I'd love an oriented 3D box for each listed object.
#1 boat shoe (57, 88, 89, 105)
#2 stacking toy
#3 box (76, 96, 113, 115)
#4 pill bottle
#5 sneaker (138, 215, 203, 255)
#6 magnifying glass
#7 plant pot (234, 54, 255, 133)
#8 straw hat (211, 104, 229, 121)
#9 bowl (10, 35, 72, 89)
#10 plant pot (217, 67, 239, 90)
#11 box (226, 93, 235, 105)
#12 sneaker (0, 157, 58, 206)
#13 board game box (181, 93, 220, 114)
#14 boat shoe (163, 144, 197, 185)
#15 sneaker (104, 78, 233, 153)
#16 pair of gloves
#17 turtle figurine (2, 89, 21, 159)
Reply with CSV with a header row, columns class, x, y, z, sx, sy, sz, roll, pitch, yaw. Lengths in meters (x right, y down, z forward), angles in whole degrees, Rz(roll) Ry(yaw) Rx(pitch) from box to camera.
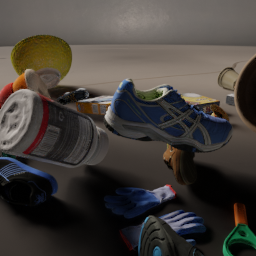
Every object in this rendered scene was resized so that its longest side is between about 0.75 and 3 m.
class,x,y,z,sx,sy,sz,roll,pitch,yaw
boat shoe,-1.891,-1.026,9.599,1.162,0.411,0.527,-8,24,35
stacking toy,-3.583,-0.594,8.457,2.406,1.758,1.758,-21,22,-2
box,-0.807,-0.808,9.677,2.144,0.445,1.277,10,21,44
pill bottle,-1.313,0.137,5.378,1.137,1.137,2.055,17,-5,39
sneaker,0.701,1.678,3.109,0.735,0.657,1.794,8,21,-28
magnifying glass,1.657,1.527,4.053,0.541,0.152,1.360,6,23,16
plant pot,4.620,-0.891,7.856,2.560,2.560,2.232,18,9,41
straw hat,2.810,-0.369,8.865,0.791,0.335,0.791,24,38,-20
bowl,-3.973,-2.840,13.381,2.904,2.904,1.562,-8,64,-22
plant pot,4.992,-2.270,13.362,1.045,1.045,0.957,-8,32,-22
box,4.941,-1.149,11.006,1.828,0.376,1.425,-19,28,-40
sneaker,-2.099,0.944,4.962,1.667,0.585,0.649,9,14,20
board game box,1.867,-0.822,10.060,2.331,0.403,1.579,-10,22,-27
boat shoe,1.058,0.687,5.834,0.574,0.607,1.688,-20,15,20
sneaker,0.942,-0.233,5.545,2.713,1.045,1.027,9,23,-16
pair of gloves,0.394,1.344,4.460,1.322,0.187,1.644,-8,21,-19
turtle figurine,-3.018,-0.081,7.068,1.625,1.093,2.170,-15,36,7
